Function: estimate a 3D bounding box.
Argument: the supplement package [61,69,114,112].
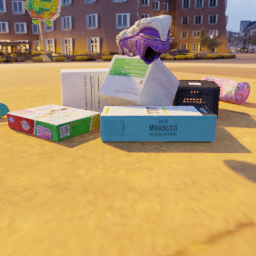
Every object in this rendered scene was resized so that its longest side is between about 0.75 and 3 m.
[{"bbox_3d":[-1.234,-1.455,10.679,2.547,1.525,1.544,-4,16,-12],"label":"supplement package"}]

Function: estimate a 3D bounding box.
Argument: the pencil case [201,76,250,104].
[{"bbox_3d":[4.317,-1.770,12.715,1.034,1.034,2.366,-8,20,-26],"label":"pencil case"}]

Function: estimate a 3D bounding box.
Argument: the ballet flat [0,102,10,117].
[{"bbox_3d":[-4.945,-0.580,9.448,1.728,0.582,0.608,-8,6,-31],"label":"ballet flat"}]

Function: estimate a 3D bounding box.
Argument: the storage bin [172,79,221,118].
[{"bbox_3d":[2.466,-1.143,10.421,1.586,1.100,2.346,3,15,10],"label":"storage bin"}]

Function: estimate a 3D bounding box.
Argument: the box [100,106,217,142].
[{"bbox_3d":[0.757,-0.135,7.531,2.901,0.713,1.194,0,16,1],"label":"box"}]

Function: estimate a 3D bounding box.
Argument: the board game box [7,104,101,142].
[{"bbox_3d":[-2.181,-0.233,8.343,2.270,0.458,1.737,12,20,35],"label":"board game box"}]

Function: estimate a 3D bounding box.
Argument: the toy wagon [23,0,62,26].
[{"bbox_3d":[-3.272,-4.525,10.440,1.627,1.263,0.322,12,3,15],"label":"toy wagon"}]

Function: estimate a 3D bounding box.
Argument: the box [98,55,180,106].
[{"bbox_3d":[0.381,-1.282,9.058,1.747,1.504,1.755,13,-11,39],"label":"box"}]

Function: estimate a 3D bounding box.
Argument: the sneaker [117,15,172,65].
[{"bbox_3d":[0.316,-1.896,6.536,0.882,0.912,2.186,-9,7,-15],"label":"sneaker"}]
